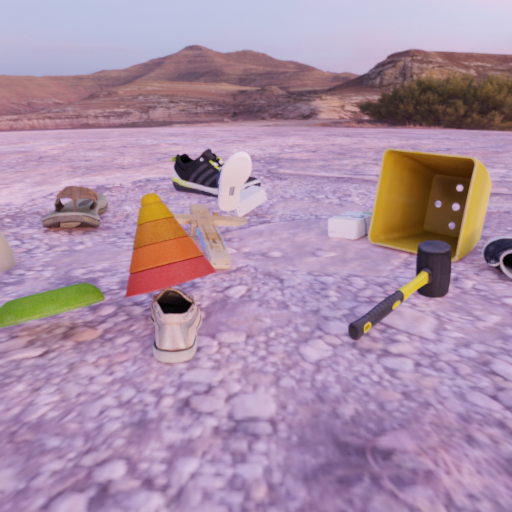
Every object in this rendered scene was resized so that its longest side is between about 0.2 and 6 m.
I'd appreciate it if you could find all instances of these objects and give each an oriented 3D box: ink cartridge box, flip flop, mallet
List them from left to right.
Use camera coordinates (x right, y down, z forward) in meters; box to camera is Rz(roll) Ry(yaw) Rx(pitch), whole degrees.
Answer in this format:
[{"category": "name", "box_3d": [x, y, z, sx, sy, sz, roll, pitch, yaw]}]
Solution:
[{"category": "flip flop", "box_3d": [-4.522, -1.350, 14.250, 1.384, 0.982, 3.412, -1, 17, -3]}, {"category": "ink cartridge box", "box_3d": [2.246, -0.731, 13.080, 0.764, 0.441, 1.046, 8, 18, 36]}, {"category": "mallet", "box_3d": [2.212, 0.449, 8.431, 0.559, 0.895, 2.718, 14, 22, 39]}]

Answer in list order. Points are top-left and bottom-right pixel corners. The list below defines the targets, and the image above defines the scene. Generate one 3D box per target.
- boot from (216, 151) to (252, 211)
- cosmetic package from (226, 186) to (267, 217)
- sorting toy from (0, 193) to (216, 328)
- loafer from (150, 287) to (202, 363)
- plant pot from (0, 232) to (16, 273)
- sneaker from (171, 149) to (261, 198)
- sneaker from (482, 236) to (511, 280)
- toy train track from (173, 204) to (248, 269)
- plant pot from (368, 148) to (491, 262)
[{"category": "boot", "box_3d": [-0.560, -1.784, 12.031, 0.622, 1.711, 0.773, 0, 55, -19]}, {"category": "cosmetic package", "box_3d": [-0.280, -1.477, 15.129, 1.066, 0.380, 0.541, -35, 35, -28]}, {"category": "sorting toy", "box_3d": [-2.651, 0.097, 7.646, 4.084, 1.407, 1.416, -14, 1, -18]}, {"category": "loafer", "box_3d": [-1.117, 0.759, 7.795, 0.742, 0.649, 2.065, -3, 17, -8]}, {"category": "plant pot", "box_3d": [-5.281, -0.184, 10.597, 1.282, 0.861, 1.282, 0, 16, 0]}, {"category": "sneaker", "box_3d": [-1.448, -2.715, 18.048, 3.417, 1.415, 1.225, 9, 19, 28]}, {"category": "sneaker", "box_3d": [5.132, 0.079, 9.976, 2.023, 0.764, 1.151, 0, 16, 20]}, {"category": "toy train track", "box_3d": [-1.034, -0.343, 11.853, 1.929, 0.547, 3.364, 2, 21, -14]}, {"category": "plant pot", "box_3d": [3.880, -1.094, 11.935, 2.044, 2.044, 1.803, 17, 13, 42]}]
